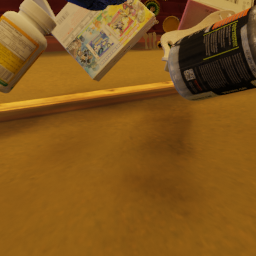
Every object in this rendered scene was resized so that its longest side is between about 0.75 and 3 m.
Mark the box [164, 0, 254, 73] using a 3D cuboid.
[{"bbox_3d":[2.175,-2.638,7.902,1.572,2.458,1.339,19,56,3],"label":"box"}]

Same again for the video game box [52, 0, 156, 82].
[{"bbox_3d":[-0.925,-3.466,9.393,2.585,2.837,0.664,49,12,13],"label":"video game box"}]

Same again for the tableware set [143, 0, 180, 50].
[{"bbox_3d":[1.276,-3.980,10.543,1.427,2.118,0.325,-8,31,-4],"label":"tableware set"}]

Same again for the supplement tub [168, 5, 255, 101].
[{"bbox_3d":[1.499,-1.021,3.925,1.039,1.039,1.696,-22,8,-42],"label":"supplement tub"}]

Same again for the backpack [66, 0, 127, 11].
[{"bbox_3d":[-0.547,-2.598,4.958,1.192,1.000,0.969,7,20,-33],"label":"backpack"}]

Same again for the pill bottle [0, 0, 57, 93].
[{"bbox_3d":[-2.923,-2.125,7.209,1.278,2.266,1.278,39,0,0],"label":"pill bottle"}]

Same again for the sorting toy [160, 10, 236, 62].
[{"bbox_3d":[1.528,-1.677,5.921,1.661,0.986,1.845,3,43,4],"label":"sorting toy"}]

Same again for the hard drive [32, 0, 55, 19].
[{"bbox_3d":[-3.130,-4.385,10.427,0.732,1.109,0.148,0,36,46],"label":"hard drive"}]
